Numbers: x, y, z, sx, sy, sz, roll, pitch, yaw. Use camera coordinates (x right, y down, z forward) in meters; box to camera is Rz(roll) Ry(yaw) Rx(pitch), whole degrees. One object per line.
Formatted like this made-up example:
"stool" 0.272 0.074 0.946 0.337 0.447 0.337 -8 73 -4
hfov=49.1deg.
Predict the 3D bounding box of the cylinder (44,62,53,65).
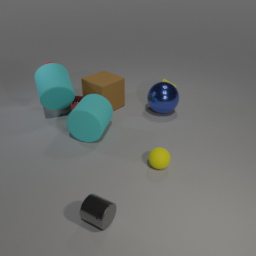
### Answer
"cylinder" -3.582 -2.577 12.728 0.700 0.700 0.700 -2 26 -3

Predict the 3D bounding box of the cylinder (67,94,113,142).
"cylinder" -1.425 -0.396 10.716 1.400 1.400 1.400 7 32 11

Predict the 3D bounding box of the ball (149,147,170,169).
"ball" 1.025 0.986 9.129 0.700 0.700 0.700 0 31 0

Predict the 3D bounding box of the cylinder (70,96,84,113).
"cylinder" -2.154 -0.952 12.215 0.700 0.700 0.700 9 29 -5

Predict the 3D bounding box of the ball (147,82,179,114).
"ball" 1.534 -1.319 12.250 1.400 1.400 1.400 0 31 0

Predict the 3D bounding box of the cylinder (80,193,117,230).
"cylinder" -0.766 2.145 7.234 0.700 0.700 0.700 17 35 26

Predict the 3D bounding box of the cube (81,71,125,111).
"cube" -1.108 -1.631 12.738 1.400 1.400 1.400 26 40 36

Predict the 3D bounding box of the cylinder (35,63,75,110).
"cylinder" -3.048 -1.709 11.634 1.400 1.400 1.400 -11 56 -18

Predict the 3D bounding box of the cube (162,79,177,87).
"cube" 1.829 -1.843 13.312 0.700 0.700 0.700 32 10 4
